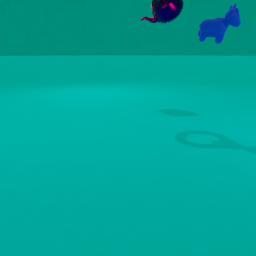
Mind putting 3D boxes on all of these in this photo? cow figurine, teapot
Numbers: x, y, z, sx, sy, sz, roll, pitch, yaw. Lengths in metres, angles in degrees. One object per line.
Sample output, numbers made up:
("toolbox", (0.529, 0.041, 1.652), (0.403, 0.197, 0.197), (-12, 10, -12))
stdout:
("cow figurine", (2.217, -2.541, 6.810), (0.942, 0.927, 0.517), (4, 50, -3))
("teapot", (1.329, -4.495, 10.326), (0.959, 1.960, 1.218), (34, 20, -49))
